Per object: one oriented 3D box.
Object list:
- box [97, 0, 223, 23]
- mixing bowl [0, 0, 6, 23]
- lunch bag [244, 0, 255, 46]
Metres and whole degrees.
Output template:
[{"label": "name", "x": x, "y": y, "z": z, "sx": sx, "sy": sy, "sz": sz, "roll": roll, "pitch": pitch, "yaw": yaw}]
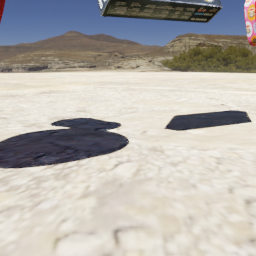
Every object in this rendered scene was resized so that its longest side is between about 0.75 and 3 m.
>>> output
[{"label": "box", "x": 0.518, "y": -3.159, "z": 5.594, "sx": 2.498, "sy": 1.985, "sz": 0.575, "roll": -7, "pitch": -14, "yaw": -24}, {"label": "mixing bowl", "x": -2.883, "y": -1.463, "z": 3.755, "sx": 2.599, "sy": 1.408, "sz": 2.599, "roll": -4, "pitch": 6, "yaw": 0}, {"label": "lunch bag", "x": 2.627, "y": -2.027, "z": 4.864, "sx": 1.169, "sy": 1.030, "sz": 0.479, "roll": -17, "pitch": 16, "yaw": -9}]
